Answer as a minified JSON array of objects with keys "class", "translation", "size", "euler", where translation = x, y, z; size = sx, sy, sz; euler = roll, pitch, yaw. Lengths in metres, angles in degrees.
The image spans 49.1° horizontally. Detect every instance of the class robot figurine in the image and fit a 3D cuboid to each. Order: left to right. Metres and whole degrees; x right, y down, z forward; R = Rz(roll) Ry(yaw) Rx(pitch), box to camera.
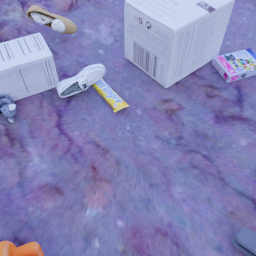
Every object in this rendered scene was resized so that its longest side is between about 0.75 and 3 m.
[{"class":"robot figurine","translation":[-3.012,3.334,5.417],"size":[2.888,1.684,2.077],"euler":[-19,56,-14]}]

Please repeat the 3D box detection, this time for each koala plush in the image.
[{"class":"koala plush","translation":[-3.936,-0.639,9.121],"size":[0.847,0.751,0.778],"euler":[38,34,27]}]

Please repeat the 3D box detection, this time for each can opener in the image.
[{"class":"can opener","translation":[3.484,3.248,6.107],"size":[2.603,0.685,0.865],"euler":[37,61,25]}]

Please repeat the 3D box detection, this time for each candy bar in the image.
[{"class":"candy bar","translation":[-0.823,-1.345,9.954],"size":[0.573,0.255,2.300],"euler":[-28,58,-21]}]

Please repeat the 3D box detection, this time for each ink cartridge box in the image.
[{"class":"ink cartridge box","translation":[4.390,-2.456,10.737],"size":[1.985,0.416,1.184],"euler":[-15,54,-13]}]

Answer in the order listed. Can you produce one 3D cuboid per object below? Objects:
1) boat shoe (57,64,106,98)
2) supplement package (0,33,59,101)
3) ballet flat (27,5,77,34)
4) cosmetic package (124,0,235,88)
[{"class":"boat shoe","translation":[-1.575,-1.544,9.707],"size":[1.858,0.683,0.620],"euler":[-27,46,9]},{"class":"supplement package","translation":[-3.915,-1.975,9.653],"size":[2.608,1.484,1.429],"euler":[-22,57,-18]},{"class":"ballet flat","translation":[-3.181,-4.355,11.577],"size":[2.130,0.731,0.671],"euler":[23,43,1]},{"class":"cosmetic package","translation":[1.734,-3.553,10.263],"size":[2.958,2.440,2.438],"euler":[-34,60,-24]}]
